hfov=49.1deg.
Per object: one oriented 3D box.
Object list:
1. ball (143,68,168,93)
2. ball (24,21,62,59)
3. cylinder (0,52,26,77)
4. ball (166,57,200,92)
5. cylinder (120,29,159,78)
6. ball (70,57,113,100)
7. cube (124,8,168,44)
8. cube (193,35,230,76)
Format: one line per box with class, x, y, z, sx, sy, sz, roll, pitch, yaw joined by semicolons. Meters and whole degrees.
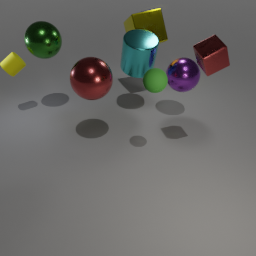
ball;0.768;-1.342;7.918;0.700;0.700;0.700;0;32;0
ball;-3.278;-3.400;10.858;1.400;1.400;1.400;0;32;0
cylinder;-4.584;-2.540;11.182;0.700;0.700;0.700;-41;38;4
ball;2.255;-2.175;11.501;1.400;1.400;1.400;0;32;0
cylinder;0.443;-2.990;11.291;1.400;1.400;1.400;4;50;-5
ball;-1.192;-1.607;9.151;1.400;1.400;1.400;0;32;0
cube;0.775;-4.395;12.672;1.400;1.400;1.400;-17;11;-13
cube;2.345;-2.035;7.874;0.700;0.700;0.700;-26;48;7
